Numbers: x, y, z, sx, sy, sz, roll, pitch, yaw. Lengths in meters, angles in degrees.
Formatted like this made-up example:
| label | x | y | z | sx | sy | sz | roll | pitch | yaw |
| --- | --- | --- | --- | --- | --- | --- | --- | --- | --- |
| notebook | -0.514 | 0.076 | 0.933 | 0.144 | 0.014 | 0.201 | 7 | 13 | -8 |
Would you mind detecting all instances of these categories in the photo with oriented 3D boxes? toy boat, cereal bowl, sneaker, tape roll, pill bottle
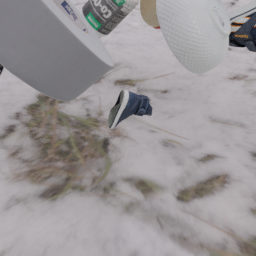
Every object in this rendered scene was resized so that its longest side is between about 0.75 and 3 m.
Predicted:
| label | x | y | z | sx | sy | sz | roll | pitch | yaw |
| --- | --- | --- | --- | --- | --- | --- | --- | --- | --- |
| toy boat | 1.649 | -3.630 | 7.025 | 1.916 | 1.913 | 2.932 | 0 | 3 | -25 |
| cereal bowl | 1.321 | -1.913 | 5.056 | 0.733 | 1.761 | 1.761 | -21 | 25 | 41 |
| sneaker | 2.556 | -1.983 | 5.656 | 1.019 | 1.031 | 2.598 | -22 | 7 | -25 |
| sneaker | 0.059 | -0.271 | 5.172 | 0.695 | 0.962 | 0.366 | 8 | 53 | -23 |
| tape roll | -1.467 | -1.789 | 4.401 | 0.939 | 2.841 | 2.841 | -39 | 42 | 12 |
| pill bottle | -0.683 | -3.339 | 8.053 | 1.067 | 1.887 | 1.067 | 31 | 40 | -31 |

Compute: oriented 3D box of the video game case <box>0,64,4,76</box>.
| label | x | y | z | sx | sy | sz | roll | pitch | yaw |
| --- | --- | --- | --- | --- | --- | --- | --- | --- | --- |
| video game case | -2.976 | -1.389 | 6.093 | 0.098 | 0.765 | 0.841 | 39 | 28 | 3 |
